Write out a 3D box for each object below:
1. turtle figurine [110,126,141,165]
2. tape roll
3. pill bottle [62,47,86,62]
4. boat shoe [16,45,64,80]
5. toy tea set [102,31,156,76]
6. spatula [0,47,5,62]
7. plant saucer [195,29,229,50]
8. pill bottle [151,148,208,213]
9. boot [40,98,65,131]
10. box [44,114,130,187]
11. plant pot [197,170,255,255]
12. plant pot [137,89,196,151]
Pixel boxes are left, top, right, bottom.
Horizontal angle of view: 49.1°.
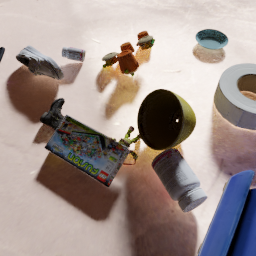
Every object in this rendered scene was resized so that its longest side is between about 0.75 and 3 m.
[{"bbox_3d":[-0.135,0.452,9.090,1.468,0.473,1.184,31,59,21],"label":"turtle figurine"},{"bbox_3d":[4.422,-1.153,10.010,2.571,0.899,2.571,0,54,0],"label":"tape roll"},{"bbox_3d":[-2.246,-3.059,11.565,0.899,0.510,0.510,11,54,0],"label":"pill bottle"},{"bbox_3d":[-3.511,-2.420,11.054,2.532,0.932,0.828,32,64,34],"label":"boat shoe"},{"bbox_3d":[0.310,-3.030,11.601,2.731,1.011,1.624,-40,33,-22],"label":"toy tea set"},{"bbox_3d":[-5.483,-2.240,11.190,0.841,0.306,2.974,3,54,2],"label":"spatula"},{"bbox_3d":[3.682,-3.859,12.410,1.458,0.281,1.458,0,53,-1],"label":"plant saucer"},{"bbox_3d":[1.461,1.483,8.033,0.947,0.947,1.671,-22,56,-15],"label":"pill bottle"},{"bbox_3d":[-2.279,-0.352,9.760,1.145,0.455,1.315,27,65,15],"label":"boot"},{"bbox_3d":[-1.275,0.669,8.720,2.395,0.416,1.318,27,77,19],"label":"box"},{"bbox_3d":[2.944,2.825,5.939,2.606,2.899,2.899,20,56,24],"label":"plant pot"},{"bbox_3d":[1.411,-0.239,8.932,1.338,1.885,1.885,2,45,-42],"label":"plant pot"}]
